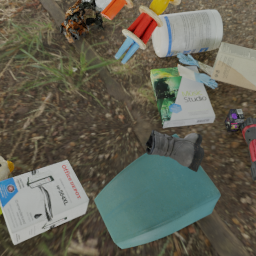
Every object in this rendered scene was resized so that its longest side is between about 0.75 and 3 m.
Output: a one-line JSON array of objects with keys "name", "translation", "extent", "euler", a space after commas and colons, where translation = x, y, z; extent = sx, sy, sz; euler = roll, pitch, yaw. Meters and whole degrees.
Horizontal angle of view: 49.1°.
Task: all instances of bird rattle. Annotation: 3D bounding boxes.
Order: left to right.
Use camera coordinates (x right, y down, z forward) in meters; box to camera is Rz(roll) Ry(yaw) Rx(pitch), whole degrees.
[{"name": "bird rattle", "translation": [-4.925, 1.752, 8.605], "extent": [2.995, 1.687, 2.442], "euler": [8, 42, 19]}]

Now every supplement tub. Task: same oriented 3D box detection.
[{"name": "supplement tub", "translation": [2.478, -4.068, 12.054], "extent": [2.642, 1.743, 1.743], "euler": [-8, 56, -6]}]

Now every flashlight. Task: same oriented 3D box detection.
[{"name": "flashlight", "translation": [4.302, 0.671, 9.380], "extent": [0.740, 0.743, 2.187], "euler": [27, 47, -23]}]

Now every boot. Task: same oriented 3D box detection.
[{"name": "boot", "translation": [1.009, 0.306, 6.171], "extent": [1.151, 1.749, 0.610], "euler": [20, 101, 5]}]

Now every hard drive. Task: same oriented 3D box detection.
[{"name": "hard drive", "translation": [-1.092, -7.046, 14.938], "extent": [1.582, 0.320, 2.398], "euler": [34, 62, 21]}]

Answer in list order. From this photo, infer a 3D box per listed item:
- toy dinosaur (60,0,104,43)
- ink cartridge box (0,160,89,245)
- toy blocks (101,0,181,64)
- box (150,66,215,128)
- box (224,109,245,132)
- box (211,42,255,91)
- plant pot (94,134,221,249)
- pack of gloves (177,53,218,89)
[{"name": "toy dinosaur", "translation": [-2.314, -5.254, 13.185], "extent": [1.962, 1.477, 2.891], "euler": [-11, 77, 11]}, {"name": "ink cartridge box", "translation": [-2.447, 2.039, 8.067], "extent": [2.166, 0.913, 1.582], "euler": [-18, 57, -30]}, {"name": "toy blocks", "translation": [0.034, -3.688, 9.243], "extent": [2.241, 0.977, 2.689], "euler": [40, 96, 15]}, {"name": "box", "translation": [2.048, -1.293, 10.916], "extent": [1.947, 0.490, 2.698], "euler": [-6, 54, -5]}, {"name": "box", "translation": [3.807, -0.275, 10.042], "extent": [0.416, 0.785, 0.480], "euler": [-1, 56, -1]}, {"name": "box", "translation": [4.902, -2.282, 10.921], "extent": [2.977, 1.157, 1.414], "euler": [19, 37, 11]}, {"name": "plant pot", "translation": [0.665, 1.985, 7.856], "extent": [2.840, 2.006, 2.007], "euler": [-27, 60, -8]}, {"name": "pack of gloves", "translation": [2.825, -2.385, 11.168], "extent": [1.878, 0.370, 1.577], "euler": [18, 44, -19]}]
